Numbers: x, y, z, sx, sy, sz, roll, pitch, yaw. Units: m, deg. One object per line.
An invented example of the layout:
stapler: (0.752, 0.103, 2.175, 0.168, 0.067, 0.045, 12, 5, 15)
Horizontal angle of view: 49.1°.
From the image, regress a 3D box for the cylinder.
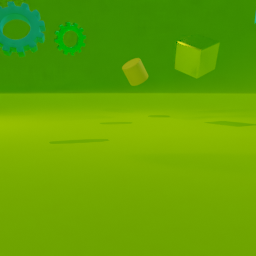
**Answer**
cylinder: (0.325, -2.488, 12.449, 0.893, 0.893, 0.893, -23, 30, 14)

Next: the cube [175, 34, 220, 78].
cube: (2.361, -2.498, 9.668, 1.034, 1.034, 1.034, -30, 46, -30)

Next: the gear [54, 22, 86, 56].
gear: (-2.011, -3.102, 9.748, 1.097, 1.097, 0.203, -4, 25, -28)

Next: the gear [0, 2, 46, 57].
gear: (-2.494, -2.206, 6.259, 1.225, 1.225, 0.227, -2, -12, -11)
